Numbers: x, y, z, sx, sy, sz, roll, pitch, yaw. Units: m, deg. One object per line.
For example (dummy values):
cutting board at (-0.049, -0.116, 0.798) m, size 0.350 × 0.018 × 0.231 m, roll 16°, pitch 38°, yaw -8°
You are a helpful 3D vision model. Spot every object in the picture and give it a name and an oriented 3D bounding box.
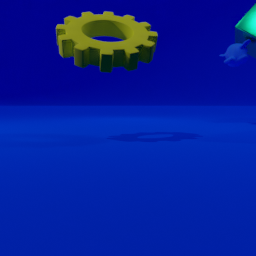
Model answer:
monkey head at (3.220, -2.242, 8.535) m, size 0.800 × 0.670 × 1.113 m, roll -7°, pitch -9°, yaw -33°
cube at (4.091, -2.936, 8.552) m, size 1.138 × 1.138 × 1.138 m, roll 41°, pitch 1°, yaw 26°
gear at (-0.375, -1.628, 5.111) m, size 1.779 × 0.329 × 1.779 m, roll 4°, pitch 42°, yaw -4°
